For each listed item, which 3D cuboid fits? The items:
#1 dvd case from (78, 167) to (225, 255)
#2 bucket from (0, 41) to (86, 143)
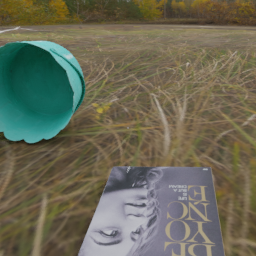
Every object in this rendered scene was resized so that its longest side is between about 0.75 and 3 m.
[{"bbox_3d":[0.402,1.344,4.231,1.876,0.201,2.522,-1,26,12],"label":"dvd case"},{"bbox_3d":[-2.317,-1.010,7.076,2.512,2.512,1.635,2,24,5],"label":"bucket"}]
